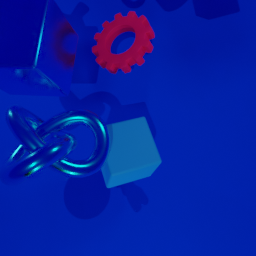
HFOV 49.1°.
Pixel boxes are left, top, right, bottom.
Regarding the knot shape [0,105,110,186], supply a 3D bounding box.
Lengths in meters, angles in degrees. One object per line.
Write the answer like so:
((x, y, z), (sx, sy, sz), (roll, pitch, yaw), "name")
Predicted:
((-1.463, 0.329, 5.028), (2.063, 1.930, 0.953), (16, 122, 10), "knot shape")

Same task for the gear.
((-0.134, -2.114, 6.923), (1.557, 0.288, 1.557), (-8, 70, 22), "gear")

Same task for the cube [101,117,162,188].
((-0.056, 0.568, 6.324), (1.115, 1.115, 1.115), (-13, 68, -15), "cube")

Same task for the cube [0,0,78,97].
((-1.853, -1.440, 5.121), (1.348, 1.348, 1.348), (3, 77, 12), "cube")
